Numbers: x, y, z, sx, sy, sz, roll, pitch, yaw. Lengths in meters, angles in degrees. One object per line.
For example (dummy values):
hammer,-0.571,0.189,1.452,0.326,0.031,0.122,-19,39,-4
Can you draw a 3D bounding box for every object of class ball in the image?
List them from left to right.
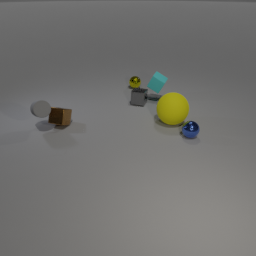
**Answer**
ball,0.410,-2.664,16.276,0.700,0.700,0.700,0,28,0
ball,1.935,-0.835,12.128,1.400,1.400,1.400,0,28,0
ball,2.512,0.058,11.218,0.700,0.700,0.700,0,28,0

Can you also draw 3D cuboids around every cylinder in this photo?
cylinder,-3.535,-0.775,11.313,0.700,0.700,0.700,-15,11,-26

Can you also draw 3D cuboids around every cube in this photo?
cube,-2.916,-0.510,12.045,0.700,0.700,0.700,9,4,17
cube,0.572,-1.599,14.227,0.700,0.700,0.700,11,25,15
cube,1.499,-2.323,14.267,0.700,0.700,0.700,33,37,1
